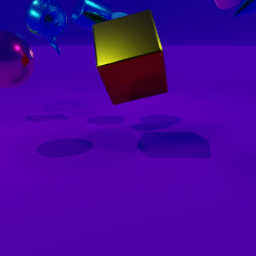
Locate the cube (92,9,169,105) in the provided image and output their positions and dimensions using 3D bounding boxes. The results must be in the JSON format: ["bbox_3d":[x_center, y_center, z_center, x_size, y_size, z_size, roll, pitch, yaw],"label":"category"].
[{"bbox_3d":[0.070,-1.582,6.453,1.383,1.383,1.383,-13,58,6],"label":"cube"}]

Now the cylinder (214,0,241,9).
[{"bbox_3d":[2.204,-3.214,6.206,0.773,0.773,0.773,-26,41,25],"label":"cylinder"}]

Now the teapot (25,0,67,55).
[{"bbox_3d":[-2.288,-3.069,8.120,1.204,1.936,0.948,-33,55,-28],"label":"teapot"}]

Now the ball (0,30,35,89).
[{"bbox_3d":[-2.738,-1.512,6.228,1.262,1.262,1.262,0,18,0],"label":"ball"}]

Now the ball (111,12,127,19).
[{"bbox_3d":[-0.281,-2.769,8.368,1.273,1.273,1.273,0,18,0],"label":"ball"}]

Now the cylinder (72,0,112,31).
[{"bbox_3d":[-0.962,-3.031,7.452,0.818,0.818,0.818,13,9,-33],"label":"cylinder"}]

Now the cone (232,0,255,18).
[{"bbox_3d":[2.565,-2.583,5.627,1.084,1.084,1.088,-21,-9,-47],"label":"cone"}]
